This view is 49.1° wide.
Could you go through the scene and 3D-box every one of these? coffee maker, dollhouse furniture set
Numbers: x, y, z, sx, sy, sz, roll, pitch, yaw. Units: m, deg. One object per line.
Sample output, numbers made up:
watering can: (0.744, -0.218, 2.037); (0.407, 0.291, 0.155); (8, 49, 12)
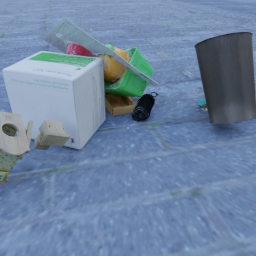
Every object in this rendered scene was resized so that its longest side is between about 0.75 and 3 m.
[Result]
coffee maker: (0.474, -0.641, 8.197); (0.518, 0.739, 0.769); (27, 42, -2)
dollhouse furniture set: (-2.265, 0.697, 5.785); (1.563, 1.768, 0.983); (10, 43, -44)

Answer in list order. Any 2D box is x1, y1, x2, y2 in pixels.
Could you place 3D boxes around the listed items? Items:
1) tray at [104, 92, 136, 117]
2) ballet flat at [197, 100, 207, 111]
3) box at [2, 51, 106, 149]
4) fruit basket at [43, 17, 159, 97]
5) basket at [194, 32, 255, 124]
tray: (-0.385, -0.899, 9.080); (0.791, 0.297, 1.603); (-10, 34, -17)
ballet flat: (2.416, -0.667, 8.575); (0.309, 0.342, 0.910); (-32, 12, -8)
box: (-1.782, -0.784, 7.282); (1.932, 1.941, 1.663); (11, 35, 16)
fruit basket: (-0.823, -2.049, 8.084); (1.398, 2.982, 2.762); (-59, 25, -9)
basket: (2.630, -1.234, 7.384); (1.435, 2.110, 1.903); (-7, 6, 20)
